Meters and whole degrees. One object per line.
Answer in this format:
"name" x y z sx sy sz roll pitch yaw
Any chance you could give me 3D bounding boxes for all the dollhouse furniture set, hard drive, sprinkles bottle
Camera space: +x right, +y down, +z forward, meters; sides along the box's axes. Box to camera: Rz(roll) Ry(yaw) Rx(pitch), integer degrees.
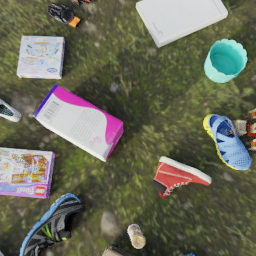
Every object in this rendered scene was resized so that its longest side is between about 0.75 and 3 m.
"dollhouse furniture set" 4.296 0.068 9.776 1.397 0.728 1.413 8 77 -10
"hard drive" 2.084 -4.596 10.930 2.987 0.399 1.970 -25 78 -5
"sprinkles bottle" 0.198 2.592 6.752 0.317 0.929 0.317 0 86 -6

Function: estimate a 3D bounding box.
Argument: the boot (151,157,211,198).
"boot" 1.733 1.863 9.281 1.806 0.654 1.303 19 78 13

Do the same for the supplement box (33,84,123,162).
"supplement box" -1.565 -0.120 9.377 2.597 1.342 1.314 30 77 8

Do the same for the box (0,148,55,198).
"box" -3.708 1.494 9.445 2.249 0.440 1.539 5 77 1

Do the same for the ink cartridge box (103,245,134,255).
"ink cartridge box" -0.148 5.334 8.194 2.373 1.082 2.880 24 78 7

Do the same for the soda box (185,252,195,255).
"soda box" 2.122 4.515 8.765 0.342 0.362 1.067 -23 78 -5

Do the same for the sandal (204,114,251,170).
"sandal" 3.385 0.436 9.450 0.880 0.964 2.214 -32 80 -9

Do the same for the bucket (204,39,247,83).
"bucket" 3.479 -2.369 10.130 1.416 0.921 1.416 0 77 0

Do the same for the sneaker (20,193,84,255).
"sneaker" -2.361 3.292 8.773 1.064 0.910 2.567 35 76 15

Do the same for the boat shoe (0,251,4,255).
"boat shoe" -3.826 4.467 8.600 0.759 0.702 2.057 -43 80 -9

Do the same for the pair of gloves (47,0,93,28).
"pair of gloves" -2.296 -4.862 11.101 1.478 0.205 1.659 27 81 5

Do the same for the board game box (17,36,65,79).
"board game box" -3.239 -2.653 10.496 1.589 0.327 1.585 3 77 1

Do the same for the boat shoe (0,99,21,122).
"boat shoe" -4.559 -0.756 9.937 1.602 0.535 0.589 21 77 5
